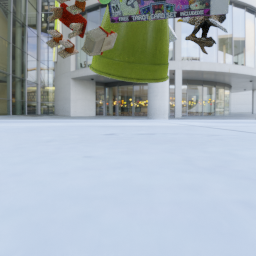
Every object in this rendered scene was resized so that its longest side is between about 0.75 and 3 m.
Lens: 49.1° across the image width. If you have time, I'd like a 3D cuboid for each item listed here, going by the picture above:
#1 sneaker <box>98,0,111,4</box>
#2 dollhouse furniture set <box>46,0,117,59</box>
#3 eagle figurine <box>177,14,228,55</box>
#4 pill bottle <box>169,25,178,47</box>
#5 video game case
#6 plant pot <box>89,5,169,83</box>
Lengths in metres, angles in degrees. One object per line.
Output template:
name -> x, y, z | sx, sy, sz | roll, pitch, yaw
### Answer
sneaker -> -0.511, -2.793, 4.244 | 0.675, 0.737, 1.759 | 46, -8, 27
dollhouse furniture set -> -0.996, -2.142, 5.956 | 1.390, 1.405, 0.724 | 41, 46, 14
eagle figurine -> 2.086, -3.322, 7.977 | 1.483, 1.965, 1.491 | 10, -3, 3
pill bottle -> 1.015, -3.327, 11.078 | 1.762, 0.988, 0.988 | -30, -10, 21
video game case -> 0.629, -2.978, 4.857 | 2.264, 2.052, 0.405 | 2, 35, 15
plant pot -> 0.225, -3.147, 9.258 | 2.781, 2.677, 2.781 | 7, 23, -3
